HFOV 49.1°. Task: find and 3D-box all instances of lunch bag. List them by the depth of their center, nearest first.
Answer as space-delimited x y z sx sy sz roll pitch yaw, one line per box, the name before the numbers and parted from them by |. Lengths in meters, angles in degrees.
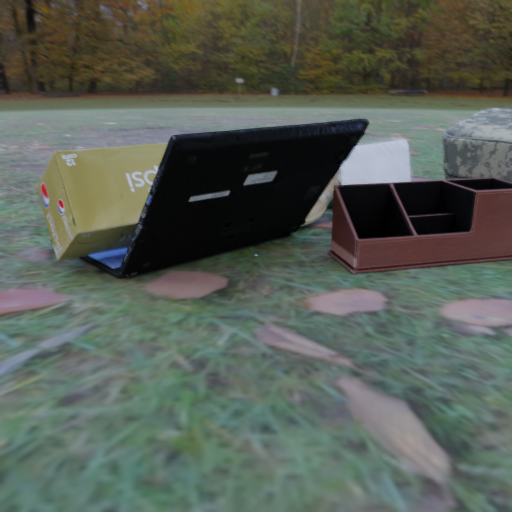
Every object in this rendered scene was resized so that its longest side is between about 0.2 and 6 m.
lunch bag | 4.736 -1.419 10.185 1.744 2.100 2.503 -26 30 -27

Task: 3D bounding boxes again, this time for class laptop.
laptop | -0.903 -1.128 9.143 3.642 4.109 2.122 -16 61 -39

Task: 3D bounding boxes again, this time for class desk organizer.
desk organizer | 2.750 -0.540 8.947 3.006 1.157 1.078 -5 19 -14

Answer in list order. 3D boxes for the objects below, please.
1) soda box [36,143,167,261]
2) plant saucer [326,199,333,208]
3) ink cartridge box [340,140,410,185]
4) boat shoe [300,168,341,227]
soda box | -1.328 -1.024 9.118 3.946 1.263 1.336 -14 -10 -35
plant saucer | 1.724 -1.472 13.174 2.251 0.308 2.251 1 19 0
ink cartridge box | 2.204 -1.435 10.403 1.245 1.268 0.275 -3 -5 21
boat shoe | 1.176 -1.353 10.973 0.820 0.738 2.272 31 53 31
